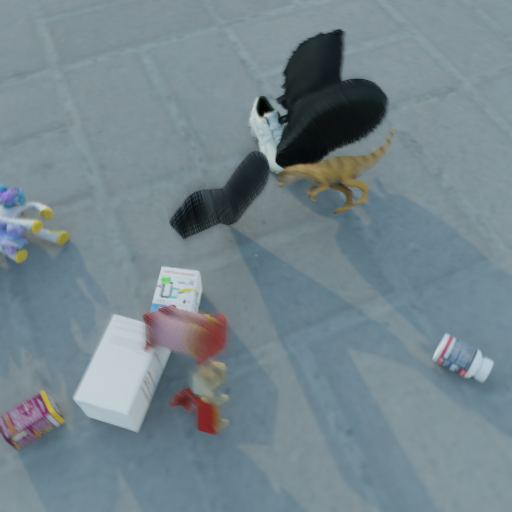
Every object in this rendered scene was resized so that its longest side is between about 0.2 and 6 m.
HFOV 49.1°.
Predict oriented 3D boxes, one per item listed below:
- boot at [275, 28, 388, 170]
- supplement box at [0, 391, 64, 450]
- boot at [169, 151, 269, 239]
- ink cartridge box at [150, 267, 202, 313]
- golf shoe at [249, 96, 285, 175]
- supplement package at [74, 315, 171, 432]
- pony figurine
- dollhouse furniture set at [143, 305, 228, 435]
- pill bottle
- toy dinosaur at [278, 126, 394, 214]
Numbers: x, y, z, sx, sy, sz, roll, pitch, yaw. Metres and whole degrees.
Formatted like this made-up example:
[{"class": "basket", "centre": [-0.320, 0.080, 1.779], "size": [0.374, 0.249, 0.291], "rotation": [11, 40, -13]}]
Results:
[{"class": "boot", "centre": [1.465, -3.464, 11.517], "size": [1.217, 3.288, 2.694], "rotation": [19, 67, -23]}, {"class": "supplement box", "centre": [-3.814, 2.784, 9.470], "size": [0.888, 0.581, 0.458], "rotation": [-30, 60, -19]}, {"class": "boot", "centre": [-0.648, -1.233, 10.823], "size": [0.690, 1.732, 2.101], "rotation": [35, 20, 17]}, {"class": "ink cartridge box", "centre": [-1.499, 0.860, 10.607], "size": [0.757, 0.754, 1.032], "rotation": [6, 57, 3]}, {"class": "golf shoe", "centre": [0.374, -2.759, 12.803], "size": [0.818, 1.016, 2.090], "rotation": [-22, 61, -13]}, {"class": "supplement package", "centre": [-2.265, 2.032, 9.718], "size": [0.981, 0.969, 1.617], "rotation": [14, 58, 9]}, {"class": "pony figurine", "centre": [-5.336, -0.660, 11.227], "size": [2.314, 1.927, 2.234], "rotation": [21, 27, 17]}, {"class": "dollhouse furniture set", "centre": [-1.146, 1.911, 9.211], "size": [1.105, 2.054, 0.835], "rotation": [6, 13, 26]}, {"class": "pill bottle", "centre": [3.726, 1.861, 10.082], "size": [0.925, 0.553, 0.553], "rotation": [28, 61, 17]}, {"class": "toy dinosaur", "centre": [1.787, -1.648, 10.948], "size": [2.674, 0.808, 1.420], "rotation": [-16, 87, -6]}]
